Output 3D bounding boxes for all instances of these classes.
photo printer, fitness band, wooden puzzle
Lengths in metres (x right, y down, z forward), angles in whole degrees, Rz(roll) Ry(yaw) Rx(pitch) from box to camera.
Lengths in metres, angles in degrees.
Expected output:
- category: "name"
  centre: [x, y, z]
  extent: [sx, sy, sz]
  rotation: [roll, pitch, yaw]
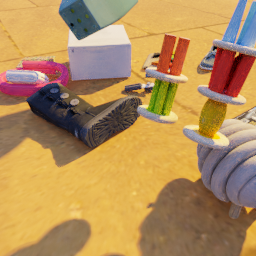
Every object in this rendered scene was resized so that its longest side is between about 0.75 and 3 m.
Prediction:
- category: "photo printer"
  centre: [-3.554, -1.781, 10.103]
  extent: [1.273, 0.442, 1.059]
  rotation: [4, -1, 5]
- category: "fitness band"
  centre: [-3.554, -1.859, 10.514]
  extent: [2.666, 0.499, 1.914]
  rotation: [2, 41, 5]
- category: "wooden puzzle"
  centre: [1.582, -2.899, 12.166]
  extent: [1.822, 0.316, 2.701]
  rotation: [4, 36, 5]

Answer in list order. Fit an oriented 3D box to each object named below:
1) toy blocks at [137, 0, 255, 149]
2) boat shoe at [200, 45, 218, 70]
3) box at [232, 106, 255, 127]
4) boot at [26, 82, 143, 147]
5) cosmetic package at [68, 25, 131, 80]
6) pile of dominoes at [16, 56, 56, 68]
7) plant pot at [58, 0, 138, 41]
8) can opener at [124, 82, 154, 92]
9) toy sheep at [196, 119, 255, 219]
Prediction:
- category: "toy blocks"
  centre: [1.252, -1.100, 4.991]
  extent: [1.985, 2.382, 0.865]
  rotation: [28, 24, 33]
- category: "boat shoe"
  centre: [3.666, -3.141, 12.207]
  extent: [0.764, 0.649, 2.099]
  rotation: [17, 39, 22]
- category: "box"
  centre: [3.784, -0.102, 8.195]
  extent: [1.323, 0.329, 1.044]
  rotation: [-23, 42, -30]
- category: "boot"
  centre: [-1.352, -0.712, 8.659]
  extent: [2.904, 0.953, 2.394]
  rotation: [25, 40, 37]
- category: "cosmetic package"
  centre: [-1.189, -3.137, 11.496]
  extent: [2.356, 1.453, 2.363]
  rotation: [-4, 36, -6]
- category: "pile of dominoes"
  centre: [-4.031, -3.015, 12.385]
  extent: [1.550, 0.247, 1.208]
  rotation: [-3, 36, -5]
- category: "plant pot"
  centre: [-0.964, -3.668, 8.302]
  extent: [1.513, 1.512, 2.140]
  rotation: [-12, 39, 36]
- category: "can opener"
  centre: [0.423, -1.451, 10.149]
  extent: [1.108, 0.368, 0.292]
  rotation: [-4, 32, 9]
- category: "toy sheep"
  centre: [2.296, 0.798, 5.728]
  extent: [1.797, 1.797, 2.607]
  rotation: [-13, 37, -18]
